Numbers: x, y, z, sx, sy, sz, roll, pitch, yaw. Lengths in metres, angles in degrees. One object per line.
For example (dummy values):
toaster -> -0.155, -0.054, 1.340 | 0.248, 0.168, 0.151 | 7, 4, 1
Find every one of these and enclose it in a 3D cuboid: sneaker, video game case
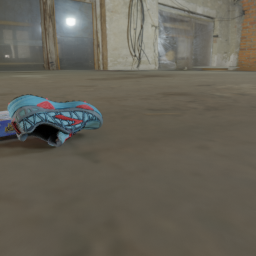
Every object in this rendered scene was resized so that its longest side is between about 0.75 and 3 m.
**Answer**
sneaker -> -1.469, -0.009, 6.103 | 2.158, 1.031, 0.856 | 4, -35, -37
video game case -> -3.038, -0.133, 6.900 | 1.718, 0.391, 1.558 | -13, 16, -40
